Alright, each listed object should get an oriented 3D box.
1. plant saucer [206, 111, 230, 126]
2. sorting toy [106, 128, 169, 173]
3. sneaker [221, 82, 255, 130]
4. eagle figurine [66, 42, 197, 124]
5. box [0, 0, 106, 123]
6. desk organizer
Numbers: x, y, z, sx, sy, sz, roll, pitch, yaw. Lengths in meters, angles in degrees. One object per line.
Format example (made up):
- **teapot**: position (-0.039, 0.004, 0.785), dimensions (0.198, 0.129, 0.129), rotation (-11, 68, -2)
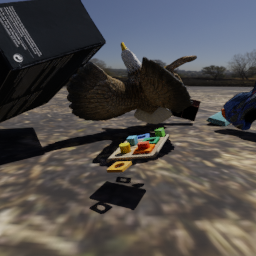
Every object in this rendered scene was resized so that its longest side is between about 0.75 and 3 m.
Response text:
- **plant saucer**: position (2.713, -0.310, 7.931), dimensions (0.535, 0.145, 1.531), rotation (18, 21, 30)
- **sorting toy**: position (0.109, 0.193, 3.141), dimensions (0.611, 0.148, 1.085), rotation (-11, 14, 24)
- **sneaker**: position (3.136, -0.679, 6.274), dimensions (0.776, 2.060, 0.808), rotation (25, 32, -33)
- **eagle figurine**: position (0.226, -0.878, 6.127), dimensions (2.121, 2.132, 2.811), rotation (35, 29, 0)
- **box**: position (-2.130, -1.164, 5.601), dimensions (2.058, 1.150, 2.916), rotation (-31, 1, -44)
- **desk organizer**: position (1.359, -0.591, 7.717), dimensions (1.157, 0.446, 0.415), rotation (15, -25, 4)
